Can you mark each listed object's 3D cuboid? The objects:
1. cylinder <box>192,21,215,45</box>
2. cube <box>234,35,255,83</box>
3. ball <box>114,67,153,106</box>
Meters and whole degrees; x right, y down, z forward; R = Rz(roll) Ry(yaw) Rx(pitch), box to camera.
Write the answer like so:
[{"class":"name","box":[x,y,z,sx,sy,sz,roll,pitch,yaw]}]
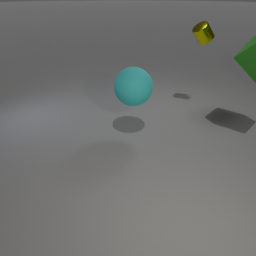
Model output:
[{"class":"cylinder","box":[3.113,-3.918,11.574,0.700,0.700,0.700,-28,35,22]},{"class":"cube","box":[4.761,-2.492,9.313,1.400,1.400,1.400,-44,4,-16]},{"class":"ball","box":[0.195,-1.481,10.065,1.400,1.400,1.400,0,28,0]}]
